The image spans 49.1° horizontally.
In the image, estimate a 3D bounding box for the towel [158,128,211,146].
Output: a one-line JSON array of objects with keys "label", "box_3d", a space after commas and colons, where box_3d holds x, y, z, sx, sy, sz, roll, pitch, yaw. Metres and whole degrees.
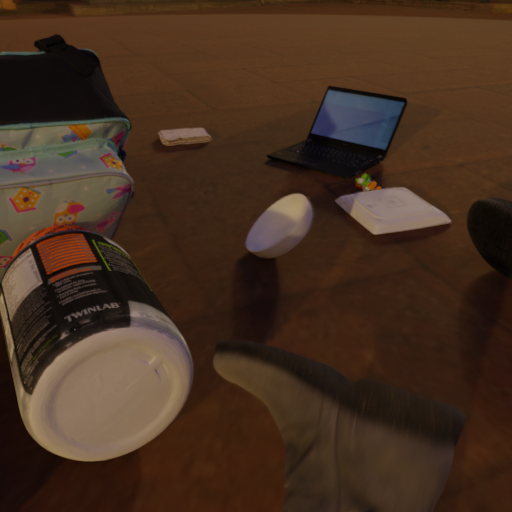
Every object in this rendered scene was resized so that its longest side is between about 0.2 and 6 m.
[{"label": "towel", "box_3d": [-1.936, -3.233, 15.073, 1.321, 0.228, 0.875, -9, 31, -16]}]

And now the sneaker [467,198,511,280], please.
[{"label": "sneaker", "box_3d": [5.037, 0.049, 8.326, 1.859, 1.070, 3.564, -14, 37, -23]}]

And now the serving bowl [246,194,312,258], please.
[{"label": "serving bowl", "box_3d": [0.448, -0.428, 9.359, 1.291, 0.425, 1.291, -34, 28, 21]}]

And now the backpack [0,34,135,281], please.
[{"label": "backpack", "box_3d": [-3.424, -1.031, 8.045, 2.998, 3.410, 2.614, -16, 74, -31]}]

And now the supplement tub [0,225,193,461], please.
[{"label": "supplement tub", "box_3d": [-1.924, 0.763, 6.286, 1.673, 1.673, 2.730, -14, 31, -23]}]

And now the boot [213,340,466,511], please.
[{"label": "boot", "box_3d": [0.359, 1.724, 4.736, 2.532, 1.667, 0.884, 11, -10, 45]}]

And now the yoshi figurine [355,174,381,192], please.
[{"label": "yoshi figurine", "box_3d": [2.387, -1.575, 11.923, 0.380, 0.382, 0.680, -7, 25, -23]}]

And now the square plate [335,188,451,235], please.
[{"label": "square plate", "box_3d": [2.633, -0.949, 10.909, 1.661, 0.239, 1.677, -9, 30, -17]}]

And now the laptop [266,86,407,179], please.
[{"label": "laptop", "box_3d": [1.968, -3.082, 13.618, 2.351, 1.370, 2.653, 21, 35, 35]}]
